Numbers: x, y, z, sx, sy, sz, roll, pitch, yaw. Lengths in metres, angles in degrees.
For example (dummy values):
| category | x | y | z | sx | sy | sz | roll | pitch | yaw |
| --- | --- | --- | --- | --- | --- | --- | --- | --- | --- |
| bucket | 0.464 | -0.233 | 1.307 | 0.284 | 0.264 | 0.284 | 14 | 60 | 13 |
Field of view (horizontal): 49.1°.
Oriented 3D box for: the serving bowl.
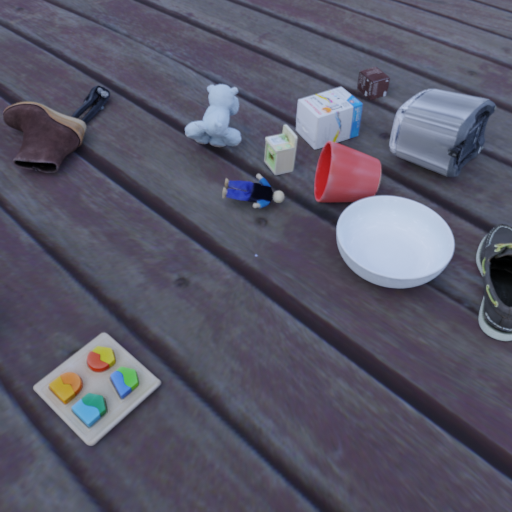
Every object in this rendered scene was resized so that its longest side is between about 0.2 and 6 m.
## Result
| category | x | y | z | sx | sy | sz | roll | pitch | yaw |
| --- | --- | --- | --- | --- | --- | --- | --- | --- | --- |
| serving bowl | 2.580 | -0.176 | 10.694 | 2.183 | 0.718 | 2.183 | 1 | 48 | -1 |

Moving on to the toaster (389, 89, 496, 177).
| category | x | y | z | sx | sy | sz | roll | pitch | yaw |
| --- | --- | --- | --- | --- | --- | --- | --- | --- | --- |
| toaster | 4.134 | -2.796 | 12.614 | 1.654 | 1.455 | 2.560 | 25 | 43 | 27 |

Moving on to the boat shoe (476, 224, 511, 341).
| category | x | y | z | sx | sy | sz | roll | pitch | yaw |
| --- | --- | --- | --- | --- | --- | --- | --- | --- | --- |
| boat shoe | 4.594 | 0.277 | 10.215 | 0.951 | 0.803 | 2.667 | 11 | 48 | 11 |

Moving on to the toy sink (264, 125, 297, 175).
| category | x | y | z | sx | sy | sz | roll | pitch | yaw |
| --- | --- | --- | --- | --- | --- | --- | --- | --- | --- |
| toy sink | 0.530 | -2.394 | 12.646 | 0.517 | 0.922 | 0.601 | -16 | 49 | -20 |

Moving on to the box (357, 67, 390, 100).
| category | x | y | z | sx | sy | sz | roll | pitch | yaw |
| --- | --- | --- | --- | --- | --- | --- | --- | --- | --- |
| box | 3.146 | -4.640 | 15.043 | 0.549 | 0.554 | 0.668 | -19 | 50 | -17 |

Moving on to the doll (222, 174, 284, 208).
| category | x | y | z | sx | sy | sz | roll | pitch | yaw |
| --- | --- | --- | --- | --- | --- | --- | --- | --- | --- |
| doll | -0.035 | -1.372 | 11.906 | 1.293 | 0.313 | 0.882 | 11 | 59 | 2 |

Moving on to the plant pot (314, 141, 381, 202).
| category | x | y | z | sx | sy | sz | roll | pitch | yaw |
| --- | --- | --- | --- | --- | --- | --- | --- | --- | --- |
| plant pot | 1.944 | -1.690 | 11.867 | 1.141 | 1.290 | 1.290 | 9 | 46 | -9 |

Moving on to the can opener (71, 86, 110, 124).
| category | x | y | z | sx | sy | sz | roll | pitch | yaw |
| --- | --- | --- | --- | --- | --- | --- | --- | --- | --- |
| can opener | -4.247 | -3.815 | 14.402 | 0.513 | 0.636 | 1.618 | 35 | 47 | -21 |

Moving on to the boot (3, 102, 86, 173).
| category | x | y | z | sx | sy | sz | roll | pitch | yaw |
| --- | --- | --- | --- | --- | --- | --- | --- | --- | --- |
| boot | -5.259 | -2.778 | 13.112 | 2.184 | 0.790 | 1.816 | 11 | 46 | 6 |

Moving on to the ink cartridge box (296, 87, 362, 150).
| category | x | y | z | sx | sy | sz | roll | pitch | yaw |
| --- | --- | --- | --- | --- | --- | --- | --- | --- | --- |
| ink cartridge box | 1.739 | -3.334 | 13.544 | 1.275 | 0.922 | 0.939 | -22 | 50 | -19 |

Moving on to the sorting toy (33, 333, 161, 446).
| category | x | y | z | sx | sy | sz | roll | pitch | yaw |
| --- | --- | --- | --- | --- | --- | --- | --- | --- | --- |
| sorting toy | -2.540 | 2.030 | 8.920 | 1.558 | 0.284 | 1.442 | 32 | 54 | 27 |

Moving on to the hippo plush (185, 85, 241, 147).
| category | x | y | z | sx | sy | sz | roll | pitch | yaw |
| --- | --- | --- | --- | --- | --- | --- | --- | --- | --- |
| hippo plush | -0.994 | -3.302 | 12.922 | 1.221 | 1.533 | 1.233 | 5 | 84 | 19 |
